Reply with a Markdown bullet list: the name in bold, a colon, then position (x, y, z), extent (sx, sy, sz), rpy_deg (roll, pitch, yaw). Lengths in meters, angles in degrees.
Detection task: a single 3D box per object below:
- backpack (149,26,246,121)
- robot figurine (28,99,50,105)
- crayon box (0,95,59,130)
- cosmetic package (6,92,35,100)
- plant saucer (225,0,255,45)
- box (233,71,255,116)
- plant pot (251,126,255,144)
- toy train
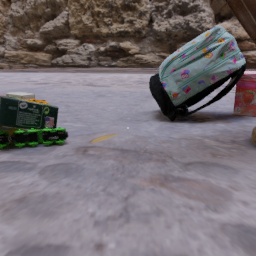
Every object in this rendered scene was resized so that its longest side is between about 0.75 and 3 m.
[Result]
- **backpack**: position (2.183, -1.774, 9.000), extent (2.993, 1.894, 2.498), rpy_deg (-32, 12, 15)
- **robot figurine**: position (-3.382, -0.814, 10.204), extent (0.914, 0.367, 1.260), rpy_deg (-12, 19, -38)
- **crayon box**: position (-3.319, -0.415, 6.994), extent (2.687, 0.683, 1.706), rpy_deg (6, -1, 30)
- **cosmetic package**: position (-4.480, -1.230, 11.683), extent (1.205, 0.428, 0.634), rpy_deg (11, 18, 38)
- **plant saucer**: position (2.512, -2.755, 5.989), extent (0.519, 2.837, 2.837), rpy_deg (-33, 0, 25)
- **box**: position (5.096, -1.095, 9.112), extent (2.845, 1.460, 1.347), rpy_deg (11, 18, 34)
- **plant pot**: position (3.871, -0.075, 6.203), extent (2.037, 0.940, 2.037), rpy_deg (0, 13, 0)
- **toy train**: position (-2.304, 0.205, 6.268), extent (1.918, 0.400, 0.541), rpy_deg (-4, 4, -14)
